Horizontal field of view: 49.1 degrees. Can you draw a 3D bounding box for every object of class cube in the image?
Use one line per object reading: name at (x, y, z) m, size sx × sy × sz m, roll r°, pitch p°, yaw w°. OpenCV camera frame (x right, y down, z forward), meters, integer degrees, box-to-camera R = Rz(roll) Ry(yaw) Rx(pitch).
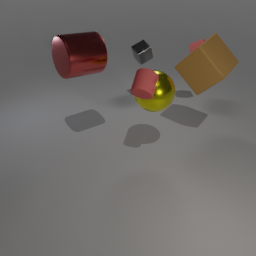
cube at (3.261, -3.439, 12.587) m, size 0.700 × 0.700 × 0.700 m, roll -14°, pitch -21°, yaw 35°
cube at (2.900, -2.343, 10.365) m, size 1.400 × 1.400 × 1.400 m, roll 50°, pitch 54°, yaw -4°
cube at (0.667, -3.529, 13.058) m, size 0.700 × 0.700 × 0.700 m, roll -32°, pitch 56°, yaw -5°

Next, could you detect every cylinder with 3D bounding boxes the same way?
cylinder at (-1.630, -2.453, 9.396) m, size 1.400 × 1.400 × 1.400 m, roll -19°, pitch 36°, yaw -32°
cylinder at (0.499, -1.318, 8.402) m, size 0.700 × 0.700 × 0.700 m, roll 12°, pitch 73°, yaw 18°

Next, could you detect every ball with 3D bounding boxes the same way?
ball at (0.884, -1.236, 9.426) m, size 1.400 × 1.400 × 1.400 m, roll 0°, pitch 31°, yaw 0°
